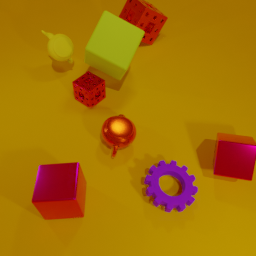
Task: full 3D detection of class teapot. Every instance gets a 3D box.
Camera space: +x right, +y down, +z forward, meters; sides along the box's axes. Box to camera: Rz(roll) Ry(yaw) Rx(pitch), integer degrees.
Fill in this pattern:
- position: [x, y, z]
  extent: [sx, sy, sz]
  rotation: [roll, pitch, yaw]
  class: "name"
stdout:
- position: [-2.398, -2.796, 9.666]
  extent: [0.906, 1.457, 0.713]
  rotation: [-50, 32, -17]
  class: "teapot"
- position: [-0.275, 0.133, 8.178]
  extent: [1.014, 0.799, 1.631]
  rotation: [12, 55, -3]
  class: "teapot"

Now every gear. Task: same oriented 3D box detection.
- position: [1.091, 1.461, 7.141]
  extent: [1.325, 0.245, 1.325]
  rotation: [6, 54, -8]
  class: "gear"

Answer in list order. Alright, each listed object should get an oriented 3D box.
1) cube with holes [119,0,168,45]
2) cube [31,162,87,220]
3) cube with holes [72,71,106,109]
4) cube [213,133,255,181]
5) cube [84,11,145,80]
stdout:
- position: [0.536, -4.310, 11.198]
  extent: [1.236, 1.236, 1.236]
  rotation: [3, 41, -42]
  class: "cube with holes"
- position: [-1.622, 1.544, 6.841]
  extent: [1.006, 1.006, 1.006]
  rotation: [-4, 49, 2]
  class: "cube"
- position: [-1.280, -1.270, 9.332]
  extent: [0.758, 0.758, 0.758]
  rotation: [32, 56, 23]
  class: "cube with holes"
- position: [2.769, 0.719, 7.337]
  extent: [0.935, 0.935, 0.935]
  rotation: [8, 14, 14]
  class: "cube"
- position: [-0.481, -2.544, 8.882]
  extent: [1.364, 1.364, 1.364]
  rotation: [26, 82, -8]
  class: "cube"
